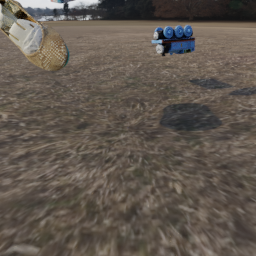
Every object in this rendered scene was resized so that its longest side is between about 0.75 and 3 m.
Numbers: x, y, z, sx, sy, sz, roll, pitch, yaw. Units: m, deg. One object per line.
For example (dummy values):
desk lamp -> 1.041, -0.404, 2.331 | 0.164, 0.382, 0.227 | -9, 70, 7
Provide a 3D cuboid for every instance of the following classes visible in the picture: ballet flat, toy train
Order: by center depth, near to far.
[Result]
ballet flat -> -2.450, -2.225, 6.445 | 2.786, 0.982, 0.909 | 40, 15, 28
toy train -> 1.568, -2.958, 9.490 | 1.639, 0.936, 0.710 | -15, 20, -30

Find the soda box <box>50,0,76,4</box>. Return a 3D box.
soda box -> -2.261, -4.505, 9.383 | 0.539, 0.501, 1.576 | -22, 32, -18
